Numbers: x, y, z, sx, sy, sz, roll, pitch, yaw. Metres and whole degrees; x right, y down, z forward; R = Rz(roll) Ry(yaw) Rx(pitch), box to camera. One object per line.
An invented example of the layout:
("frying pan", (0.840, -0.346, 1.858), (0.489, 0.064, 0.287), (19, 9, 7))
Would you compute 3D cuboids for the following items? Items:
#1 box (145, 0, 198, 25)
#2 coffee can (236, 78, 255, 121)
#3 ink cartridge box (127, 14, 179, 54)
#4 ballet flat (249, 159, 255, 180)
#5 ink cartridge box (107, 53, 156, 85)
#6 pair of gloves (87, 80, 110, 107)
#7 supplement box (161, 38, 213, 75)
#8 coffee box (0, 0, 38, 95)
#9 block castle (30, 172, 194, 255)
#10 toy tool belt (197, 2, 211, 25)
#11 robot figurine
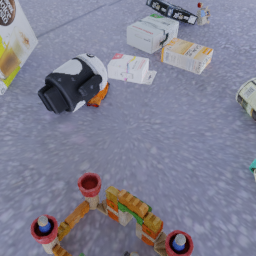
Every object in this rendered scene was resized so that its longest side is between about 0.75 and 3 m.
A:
("box", (2.022, -5.417, 12.939), (1.977, 0.430, 1.583), (-1, 38, -36))
("coffee can", (4.077, -0.701, 8.357), (1.038, 1.038, 1.418), (-13, 46, -13))
("ink cartridge box", (1.030, -4.018, 11.830), (1.394, 0.790, 1.901), (32, 52, 27))
("ballet flat", (3.563, 1.518, 6.540), (0.700, 0.670, 1.990), (-31, 48, 4))
("ink cartridge box", (0.175, -2.147, 10.155), (1.620, 0.547, 0.943), (13, 46, 12))
("pair of gloves", (-1.516, -1.330, 9.585), (1.699, 0.210, 1.514), (9, 46, 10))
("supplement box", (2.250, -2.790, 10.738), (1.671, 0.614, 1.053), (25, 51, 22))
("coffee box", (-5.209, -3.197, 9.239), (2.755, 2.751, 2.724), (15, 63, 15))
("block castle", (-0.298, 2.151, 5.352), (2.722, 1.277, 1.819), (28, 51, 25))
("toy tool belt", (3.533, -5.330, 13.015), (0.620, 1.009, 0.630), (-19, 28, -20))
("robot figurine", (-1.664, -1.391, 8.696), (1.659, 1.378, 2.209), (42, 65, 14))
